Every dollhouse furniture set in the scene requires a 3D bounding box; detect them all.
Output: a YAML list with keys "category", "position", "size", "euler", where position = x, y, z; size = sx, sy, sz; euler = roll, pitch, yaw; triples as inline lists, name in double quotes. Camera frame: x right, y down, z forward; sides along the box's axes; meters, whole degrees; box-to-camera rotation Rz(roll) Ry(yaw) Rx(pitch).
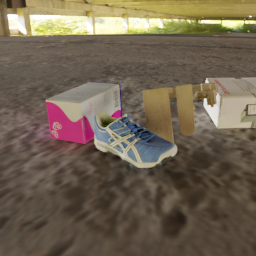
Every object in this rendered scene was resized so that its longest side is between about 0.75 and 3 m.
- category: "dollhouse furniture set"
  position: [1.454, -0.391, 7.136]
  size: [1.560, 1.337, 1.641]
  euler: [-4, 6, 25]

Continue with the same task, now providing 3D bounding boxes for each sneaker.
- category: "sneaker"
  position: [0.023, 0.213, 5.861]
  size: [2.137, 0.823, 0.809]
  euler: [13, 36, 35]

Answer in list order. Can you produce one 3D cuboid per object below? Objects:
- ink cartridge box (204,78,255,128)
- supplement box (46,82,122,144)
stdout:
- category: "ink cartridge box"
  position: [3.626, -0.803, 8.307]
  size: [2.376, 0.998, 1.728]
  euler: [-1, 27, 1]
- category: "supplement box"
  position: [-1.091, -0.509, 7.634]
  size: [1.093, 1.070, 2.115]
  euler: [7, 23, 22]
